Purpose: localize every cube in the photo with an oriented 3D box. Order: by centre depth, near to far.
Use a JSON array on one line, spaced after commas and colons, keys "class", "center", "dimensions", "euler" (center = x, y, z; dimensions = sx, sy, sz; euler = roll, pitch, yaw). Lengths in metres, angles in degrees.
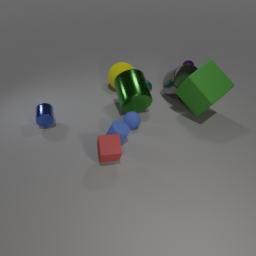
[{"class": "cube", "center": [-0.619, 0.669, 9.201], "dimensions": [0.700, 0.700, 0.700], "euler": [-5, 64, -12]}, {"class": "cube", "center": [3.052, -1.589, 11.287], "dimensions": [1.400, 1.400, 1.400], "euler": [-38, 84, -21]}]

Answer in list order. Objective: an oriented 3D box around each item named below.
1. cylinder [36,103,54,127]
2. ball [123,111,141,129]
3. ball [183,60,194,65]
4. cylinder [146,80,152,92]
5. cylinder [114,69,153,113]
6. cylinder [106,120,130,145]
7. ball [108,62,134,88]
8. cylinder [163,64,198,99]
[{"class": "cylinder", "center": [-3.340, -0.527, 11.238], "dimensions": [0.700, 0.700, 0.700], "euler": [-7, 47, -11]}, {"class": "ball", "center": [0.165, -0.319, 11.280], "dimensions": [0.700, 0.700, 0.700], "euler": [0, 33, 0]}, {"class": "ball", "center": [3.483, -3.559, 16.173], "dimensions": [0.700, 0.700, 0.700], "euler": [0, 33, 0]}, {"class": "cylinder", "center": [0.748, -2.042, 13.719], "dimensions": [0.700, 0.700, 0.700], "euler": [-8, 19, -11]}, {"class": "cylinder", "center": [0.213, -1.573, 12.130], "dimensions": [1.400, 1.400, 1.400], "euler": [-9, 63, -13]}, {"class": "cylinder", "center": [-0.386, 0.197, 10.246], "dimensions": [0.700, 0.700, 0.700], "euler": [20, 39, -17]}, {"class": "ball", "center": [-0.295, -2.584, 14.057], "dimensions": [1.400, 1.400, 1.400], "euler": [0, 33, 0]}, {"class": "cylinder", "center": [2.486, -2.099, 12.890], "dimensions": [1.400, 1.400, 1.400], "euler": [-10, 2, -14]}]
